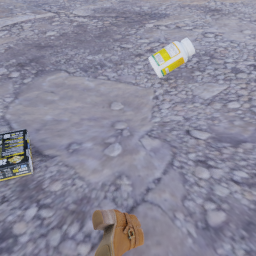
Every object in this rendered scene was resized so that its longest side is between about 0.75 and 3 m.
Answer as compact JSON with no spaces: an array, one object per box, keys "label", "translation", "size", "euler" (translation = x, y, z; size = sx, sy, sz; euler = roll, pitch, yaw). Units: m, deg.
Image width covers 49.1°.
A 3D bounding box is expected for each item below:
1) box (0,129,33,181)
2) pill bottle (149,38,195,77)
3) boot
[{"label":"box","translation":[-3.164,0.692,6.572],"size":[1.681,0.415,1.343],"euler":[-12,40,-14]},{"label":"pill bottle","translation":[1.554,-2.504,9.842],"size":[1.487,0.838,0.838],"euler":[-31,38,7]},{"label":"boot","translation":[-0.112,1.953,4.624],"size":[0.952,0.470,1.226],"euler":[23,37,-42]}]
